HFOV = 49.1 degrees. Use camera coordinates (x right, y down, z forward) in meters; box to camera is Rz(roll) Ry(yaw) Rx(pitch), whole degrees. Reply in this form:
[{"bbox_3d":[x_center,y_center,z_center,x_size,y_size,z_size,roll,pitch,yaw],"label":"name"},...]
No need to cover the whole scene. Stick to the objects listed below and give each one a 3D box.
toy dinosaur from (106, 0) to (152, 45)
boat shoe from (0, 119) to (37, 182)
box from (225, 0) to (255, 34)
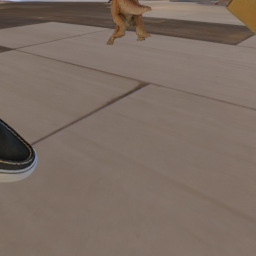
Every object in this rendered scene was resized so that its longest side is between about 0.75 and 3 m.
[{"bbox_3d":[-0.077,-3.028,6.941,1.050,1.658,2.447,-6,10,-7],"label":"toy dinosaur"},{"bbox_3d":[-1.725,-0.108,2.675,1.932,0.547,0.663,32,38,-18],"label":"boat shoe"},{"bbox_3d":[2.491,-1.838,4.105,1.688,1.380,0.180,33,14,-13],"label":"box"}]
